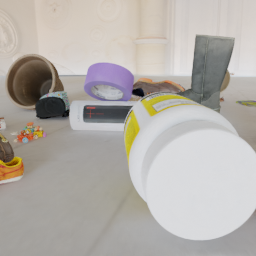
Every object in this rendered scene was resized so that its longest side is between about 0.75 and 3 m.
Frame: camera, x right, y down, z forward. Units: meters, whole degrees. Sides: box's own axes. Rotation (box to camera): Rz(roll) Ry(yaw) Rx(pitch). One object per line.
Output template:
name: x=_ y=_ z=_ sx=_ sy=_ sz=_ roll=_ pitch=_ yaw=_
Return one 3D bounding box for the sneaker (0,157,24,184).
sneaker: x=-1.990 y=0.660 z=4.013 sx=0.378 sy=0.400 sz=1.036 roll=9 pitch=17 yaw=31

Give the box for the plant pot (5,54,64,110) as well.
plant pot: x=-3.480 y=-1.653 z=11.272 sx=2.109 sy=2.109 sz=1.839 roll=3 pitch=-6 yaw=13

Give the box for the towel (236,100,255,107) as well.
towel: x=5.296 y=-1.068 z=12.115 sx=0.862 sy=0.137 sz=1.201 roll=-1 pitch=12 yaw=-3

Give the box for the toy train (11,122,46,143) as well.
toy train: x=-2.438 y=0.077 z=6.767 sx=0.787 sy=0.291 sz=1.047 roll=-9 pitch=16 yaw=-34

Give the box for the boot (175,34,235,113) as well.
boot: x=2.312 y=-1.872 z=9.716 sx=2.378 sy=2.616 sz=0.949 roll=4 pitch=25 yaw=13

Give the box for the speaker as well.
speaker: x=-0.503 y=-0.318 z=7.357 sx=1.969 sy=0.800 sz=0.800 roll=2 pitch=13 yaw=6

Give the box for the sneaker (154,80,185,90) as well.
sneaker: x=2.005 y=-1.800 z=14.122 sx=0.898 sy=0.891 sz=2.478 roll=-43 pitch=38 yaw=-18

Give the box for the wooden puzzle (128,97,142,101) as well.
wooden puzzle: x=0.691 y=-1.218 z=12.390 sx=1.340 sy=0.249 sz=1.239 roll=0 pitch=12 yaw=15

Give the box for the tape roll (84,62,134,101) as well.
tape roll: x=-0.479 y=-1.124 z=7.159 sx=1.231 sy=0.523 sz=1.231 roll=9 pitch=-18 yaw=3

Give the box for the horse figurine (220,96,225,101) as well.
horse figurine: x=4.025 y=-1.502 z=13.405 sx=1.283 sy=0.320 sz=0.850 roll=15 pitch=35 yaw=24

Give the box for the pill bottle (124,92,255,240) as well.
pill bottle: x=0.624 y=0.281 z=3.600 sx=1.308 sy=1.308 sz=2.289 roll=-1 pitch=13 yaw=-3

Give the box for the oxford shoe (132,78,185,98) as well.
oxford shoe: x=1.383 y=-1.650 z=13.429 sx=2.916 sy=1.040 sz=1.063 roll=15 pitch=47 yaw=40

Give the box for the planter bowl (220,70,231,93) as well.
planter bowl: x=3.889 y=-2.147 z=13.021 sx=1.519 sy=1.519 sz=1.022 roll=3 pitch=-9 yaw=11

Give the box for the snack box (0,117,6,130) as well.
snack box: x=-4.329 y=-0.042 z=7.363 sx=2.033 sy=0.247 sz=0.731 roll=-6 pitch=14 yaw=-24

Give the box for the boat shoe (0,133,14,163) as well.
boat shoe: x=-2.912 y=0.181 z=5.096 sx=0.746 sy=0.900 sz=2.506 roll=-4 pitch=16 yaw=-44

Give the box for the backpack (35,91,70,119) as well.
backpack: x=-2.386 y=-0.779 z=9.308 sx=1.093 sy=0.829 sz=1.310 roll=-1 pitch=11 yaw=4
